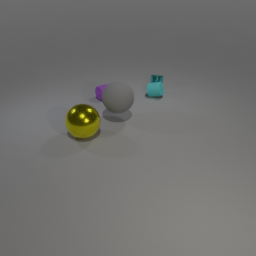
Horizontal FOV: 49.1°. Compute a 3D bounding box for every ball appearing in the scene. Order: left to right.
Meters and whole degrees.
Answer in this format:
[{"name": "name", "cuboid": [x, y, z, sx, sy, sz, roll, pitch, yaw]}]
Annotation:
[{"name": "ball", "cuboid": [-1.796, -0.271, 11.157, 1.400, 1.400, 1.400, 0, 31, 0]}, {"name": "ball", "cuboid": [-0.427, -1.327, 12.073, 1.400, 1.400, 1.400, 0, 31, 0]}]

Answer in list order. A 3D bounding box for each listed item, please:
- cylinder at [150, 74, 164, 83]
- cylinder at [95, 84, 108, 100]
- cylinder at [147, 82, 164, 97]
[{"name": "cylinder", "cuboid": [1.581, -2.568, 15.466, 0.700, 0.700, 0.700, 4, 18, -1]}, {"name": "cylinder", "cuboid": [-1.207, -1.859, 14.320, 0.700, 0.700, 0.700, -21, 37, -34]}, {"name": "cylinder", "cuboid": [1.420, -2.004, 14.519, 0.700, 0.700, 0.700, -2, 28, 27]}]
